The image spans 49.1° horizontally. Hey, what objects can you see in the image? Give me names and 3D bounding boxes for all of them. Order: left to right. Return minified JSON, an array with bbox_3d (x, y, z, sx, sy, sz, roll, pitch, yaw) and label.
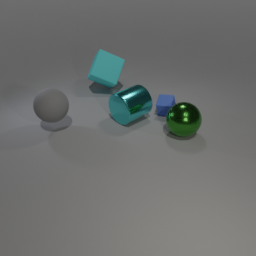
[{"bbox_3d":[-3.092,-0.910,11.297,1.400,1.400,1.400,0,31,0],"label":"ball"},{"bbox_3d":[-1.178,-3.072,14.698,1.400,1.400,1.400,20,-4,-16],"label":"cube"},{"bbox_3d":[0.103,-1.027,12.206,1.400,1.400,1.400,-27,40,-33],"label":"cylinder"},{"bbox_3d":[1.724,-1.025,12.674,0.700,0.700,0.700,6,54,22],"label":"cube"},{"bbox_3d":[2.209,-0.332,11.111,1.400,1.400,1.400,0,31,0],"label":"ball"}]
